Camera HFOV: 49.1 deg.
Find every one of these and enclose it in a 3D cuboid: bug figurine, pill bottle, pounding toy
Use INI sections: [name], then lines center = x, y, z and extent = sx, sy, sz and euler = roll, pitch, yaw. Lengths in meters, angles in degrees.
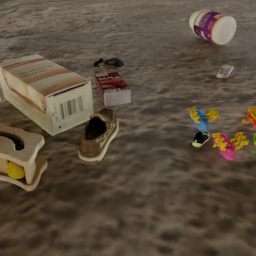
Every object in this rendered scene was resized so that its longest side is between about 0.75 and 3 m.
[bug figurine]
center = 2.602, 0.050, 6.697
extent = 2.303, 0.592, 1.786
euler = 0, 40, -8
[pill bottle]
center = 3.981, -4.935, 13.495
extent = 1.277, 1.277, 2.271
euler = -15, 37, -21
[pounding toy]
center = -2.868, 0.283, 5.582
extent = 2.476, 1.420, 1.416
euler = 14, 32, 20

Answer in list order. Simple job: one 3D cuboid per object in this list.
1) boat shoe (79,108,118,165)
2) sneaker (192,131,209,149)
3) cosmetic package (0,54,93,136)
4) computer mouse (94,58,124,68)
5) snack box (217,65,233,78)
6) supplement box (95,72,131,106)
[boat shoe]
center = -0.646, -0.025, 6.653
extent = 0.741, 0.742, 2.007
euler = 3, 34, 5
[sneaker]
center = 1.767, 0.205, 6.699
extent = 0.273, 0.315, 0.760
euler = 18, 38, 25
[cosmetic package]
center = -2.326, -1.040, 7.776
extent = 2.699, 1.178, 1.395
euler = 29, 43, 36
[computer mouse]
center = -0.761, -2.542, 10.840
extent = 1.151, 0.265, 0.808
euler = 14, 35, 20
[snack box]
center = 3.572, -2.082, 10.278
extent = 0.364, 0.123, 1.014
euler = 17, 37, 24
[supplement box]
center = -0.499, -1.247, 8.740
extent = 0.807, 0.452, 1.483
euler = -10, 34, -15
